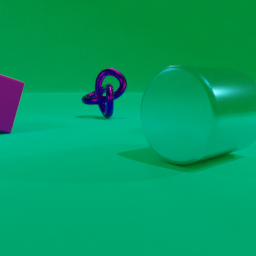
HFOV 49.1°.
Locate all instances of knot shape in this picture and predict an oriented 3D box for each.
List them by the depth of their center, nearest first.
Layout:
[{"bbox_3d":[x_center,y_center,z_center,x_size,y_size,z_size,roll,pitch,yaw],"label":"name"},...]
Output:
[{"bbox_3d":[-0.986,-1.276,10.620,1.750,1.870,0.864,-7,-26,37],"label":"knot shape"}]

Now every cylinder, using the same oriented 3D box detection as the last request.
[{"bbox_3d":[1.150,-0.229,4.350,1.396,1.396,1.396,-7,10,-40],"label":"cylinder"}]

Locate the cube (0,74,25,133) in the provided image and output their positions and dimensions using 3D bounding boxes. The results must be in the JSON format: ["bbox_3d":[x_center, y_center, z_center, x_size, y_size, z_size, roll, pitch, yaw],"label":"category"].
[{"bbox_3d":[-3.558,-0.715,6.880,1.305,1.305,1.305,17,-3,-42],"label":"cube"}]
